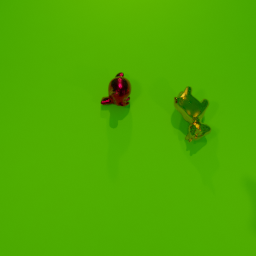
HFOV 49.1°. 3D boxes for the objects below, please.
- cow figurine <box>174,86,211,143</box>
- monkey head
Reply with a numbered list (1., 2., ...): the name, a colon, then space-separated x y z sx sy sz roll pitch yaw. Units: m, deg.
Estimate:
1. cow figurine: 1.639 -0.323 7.307 1.264 0.694 1.243 38 59 -6
2. monkey head: -0.355 -0.996 7.615 0.926 0.775 1.286 -6 34 11
